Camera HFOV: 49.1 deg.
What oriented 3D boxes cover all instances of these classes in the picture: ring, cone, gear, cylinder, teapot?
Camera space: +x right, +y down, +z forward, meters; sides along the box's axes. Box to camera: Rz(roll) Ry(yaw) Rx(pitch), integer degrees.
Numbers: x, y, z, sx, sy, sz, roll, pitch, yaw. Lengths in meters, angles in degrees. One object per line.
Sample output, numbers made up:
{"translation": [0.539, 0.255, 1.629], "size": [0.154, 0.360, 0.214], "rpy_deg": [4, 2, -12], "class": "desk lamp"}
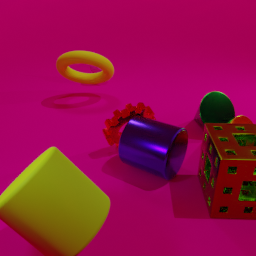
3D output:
{"translation": [-1.440, -1.997, 9.464], "size": [1.933, 0.387, 1.933], "rpy_deg": [3, -15, 1], "class": "ring"}
{"translation": [2.276, 0.365, 6.837], "size": [1.228, 1.228, 1.233], "rpy_deg": [-21, 8, -34], "class": "cone"}
{"translation": [0.040, -0.049, 6.818], "size": [1.319, 1.319, 0.244], "rpy_deg": [-13, 52, -23], "class": "gear"}
{"translation": [-1.016, 1.030, 3.837], "size": [1.121, 1.121, 1.121], "rpy_deg": [-41, 13, 12], "class": "cylinder"}
{"translation": [2.229, -0.350, 8.094], "size": [1.163, 1.163, 1.168], "rpy_deg": [-12, -3, -22], "class": "cone"}
{"translation": [0.566, 0.410, 6.135], "size": [1.148, 1.148, 1.148], "rpy_deg": [17, 33, 29], "class": "cylinder"}
{"translation": [-1.210, -2.505, 11.207], "size": [0.531, 1.084, 0.674], "rpy_deg": [-25, 2, 43], "class": "teapot"}

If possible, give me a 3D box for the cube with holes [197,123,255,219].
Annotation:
{"translation": [2.151, 0.776, 5.311], "size": [1.287, 1.287, 1.287], "rpy_deg": [1, 28, 2], "class": "cube with holes"}
